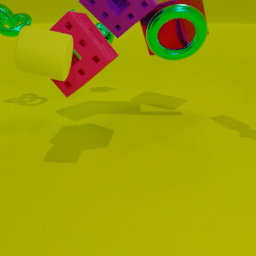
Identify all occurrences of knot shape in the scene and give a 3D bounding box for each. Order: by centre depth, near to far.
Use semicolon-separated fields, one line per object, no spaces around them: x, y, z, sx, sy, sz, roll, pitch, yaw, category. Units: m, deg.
-3.723;-3.191;8.148;1.541;0.761;1.647;7;22;-37;knot shape

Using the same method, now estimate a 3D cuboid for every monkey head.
-0.988;-3.258;9.972;1.515;0.913;1.090;-38;8;13;monkey head

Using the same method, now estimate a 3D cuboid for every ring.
1.219;-2.350;7.038;1.525;1.525;0.305;1;51;1;ring

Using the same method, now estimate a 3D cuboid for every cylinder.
-1.320;-1.188;4.497;0.732;0.732;0.732;11;22;-5;cylinder

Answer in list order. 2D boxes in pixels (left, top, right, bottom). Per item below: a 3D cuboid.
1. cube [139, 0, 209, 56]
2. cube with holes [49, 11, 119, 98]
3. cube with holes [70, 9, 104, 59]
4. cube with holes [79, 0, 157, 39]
1.349;-3.098;8.248;1.390;1.390;1.390;5;36;42;cube
-1.023;-1.475;5.568;1.098;1.098;1.098;-36;11;18;cube with holes
-1.370;-2.202;7.671;1.173;1.173;1.173;41;81;22;cube with holes
-0.206;-3.316;6.802;1.277;1.277;1.277;-30;39;33;cube with holes
